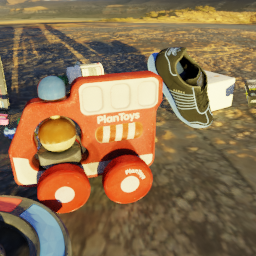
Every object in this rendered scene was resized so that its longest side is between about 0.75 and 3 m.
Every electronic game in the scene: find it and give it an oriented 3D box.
[{"bbox_3d":[-2.097,1.773,3.451,2.786,0.580,2.786,0,25,0],"label":"electronic game"}]

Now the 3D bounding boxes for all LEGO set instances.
[{"bbox_3d":[-2.645,0.066,7.097,1.454,0.555,0.597,4,25,-17],"label":"LEGO set"}]

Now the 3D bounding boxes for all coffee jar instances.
[{"bbox_3d":[-3.010,-1.899,11.508,1.030,0.439,0.537,-22,33,-38],"label":"coffee jar"}]

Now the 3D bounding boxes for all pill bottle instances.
[{"bbox_3d":[-1.827,-2.298,11.919,1.438,0.819,0.819,-11,27,-22],"label":"pill bottle"}]

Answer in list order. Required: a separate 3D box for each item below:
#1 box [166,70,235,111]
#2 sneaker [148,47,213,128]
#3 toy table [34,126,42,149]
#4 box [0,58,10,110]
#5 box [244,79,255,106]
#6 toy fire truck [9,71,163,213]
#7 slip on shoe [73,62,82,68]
[{"bbox_3d":[2.431,-1.340,9.654,1.405,0.981,1.845,-15,29,-29],"label":"box"},{"bbox_3d":[1.585,-0.899,6.983,1.026,2.633,0.923,2,55,52],"label":"sneaker"},{"bbox_3d":[-1.873,0.224,6.520,1.001,0.586,0.920,8,55,22],"label":"toy table"},{"bbox_3d":[-5.182,-1.823,9.625,1.633,1.880,2.846,-12,27,-23],"label":"box"},{"bbox_3d":[4.348,-1.104,8.393,1.510,0.334,1.209,-1,34,18],"label":"box"},{"bbox_3d":[-0.723,0.113,5.039,2.667,2.240,1.496,-6,26,-12],"label":"toy fire truck"},{"bbox_3d":[-2.290,-2.793,13.420,0.519,0.628,1.696,30,1,-31],"label":"slip on shoe"}]
